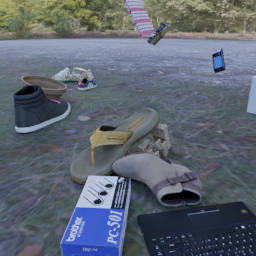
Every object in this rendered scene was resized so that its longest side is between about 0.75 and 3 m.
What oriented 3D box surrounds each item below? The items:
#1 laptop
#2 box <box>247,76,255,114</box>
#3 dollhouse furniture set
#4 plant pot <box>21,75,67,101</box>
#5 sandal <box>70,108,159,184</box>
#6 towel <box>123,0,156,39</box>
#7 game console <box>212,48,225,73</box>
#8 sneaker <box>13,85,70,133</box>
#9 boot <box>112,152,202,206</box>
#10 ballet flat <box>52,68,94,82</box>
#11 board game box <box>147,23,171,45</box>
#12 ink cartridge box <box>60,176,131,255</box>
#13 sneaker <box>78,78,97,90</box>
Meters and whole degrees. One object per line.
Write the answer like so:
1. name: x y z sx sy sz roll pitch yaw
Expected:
1. laptop: 1.496 1.535 4.178 2.230 1.299 2.516 -4 23 -11
2. box: 5.926 -1.452 11.300 1.140 1.455 2.339 20 30 40
3. dollhouse furniture set: 0.633 0.528 7.775 1.112 0.788 1.211 16 48 35
4. plant pot: -3.673 -1.581 12.108 1.905 0.879 1.905 15 20 -6
5. sandal: -0.366 0.229 7.222 2.984 0.806 1.198 -40 38 -26
6. towel: 0.366 -3.875 9.716 0.235 1.573 1.151 -22 8 34
7. game console: 3.594 -2.671 11.130 0.469 0.805 0.708 -3 -4 -41
8. sneaker: -3.005 -0.947 10.128 1.006 1.411 2.846 7 22 20
9. boot: 0.624 1.125 6.052 1.898 0.666 1.387 -2 23 -4
10. ballet flat: -3.231 -3.109 16.277 2.471 0.790 0.935 -1 23 0
11. board game box: 1.198 -3.606 10.795 0.157 0.905 0.613 52 26 12
12. ink cartridge box: -0.484 1.586 5.188 0.924 0.435 1.965 1 22 6
13. sneaker: -2.110 -2.389 14.798 0.499 0.562 1.330 13 25 29
